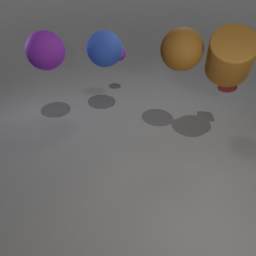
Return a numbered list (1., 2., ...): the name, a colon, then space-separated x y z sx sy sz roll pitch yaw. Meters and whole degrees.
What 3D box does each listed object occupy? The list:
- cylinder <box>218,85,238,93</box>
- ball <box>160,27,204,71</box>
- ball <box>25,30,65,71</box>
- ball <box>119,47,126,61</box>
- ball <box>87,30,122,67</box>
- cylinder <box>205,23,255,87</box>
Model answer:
1. cylinder: 3.758 -1.797 10.551 0.700 0.700 0.700 6 70 9
2. ball: 1.761 -2.569 9.168 1.400 1.400 1.400 0 32 0
3. ball: -2.969 -2.779 10.076 1.400 1.400 1.400 0 32 0
4. ball: -0.450 -3.581 13.446 0.700 0.700 0.700 0 32 0
5. ball: -0.917 -3.095 10.972 1.400 1.400 1.400 0 32 0
6. cylinder: 3.139 -2.189 8.590 1.400 1.400 1.400 -3 68 8
